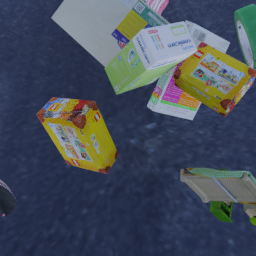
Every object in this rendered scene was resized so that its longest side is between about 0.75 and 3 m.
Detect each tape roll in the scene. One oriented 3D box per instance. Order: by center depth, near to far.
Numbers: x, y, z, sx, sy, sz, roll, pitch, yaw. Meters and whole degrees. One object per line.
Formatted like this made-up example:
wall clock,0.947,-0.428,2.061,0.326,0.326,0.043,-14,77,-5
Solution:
tape roll,3.237,-2.217,7.230,0.436,1.814,1.814,-18,60,16

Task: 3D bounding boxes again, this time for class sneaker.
sneaker,-2.716,1.002,5.082,0.642,0.690,1.598,-44,93,-19

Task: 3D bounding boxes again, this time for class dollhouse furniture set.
dollhouse furniture set,2.159,1.068,5.701,1.352,2.063,1.035,-11,46,42

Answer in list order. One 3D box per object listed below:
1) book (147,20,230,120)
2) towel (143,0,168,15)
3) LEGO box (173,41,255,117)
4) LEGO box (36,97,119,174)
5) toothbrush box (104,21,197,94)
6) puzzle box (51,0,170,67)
book,1.463,-1.302,6.798,1.421,2.127,0.511,7,26,-40
towel,0.771,-4.348,8.430,0.374,2.500,1.830,12,63,21
LEGO box,1.727,-1.007,5.681,1.293,0.499,0.963,38,81,23
LEGO box,-0.790,0.133,4.600,0.898,1.206,0.465,9,47,30
toothbrush box,0.410,-1.384,5.707,1.142,1.569,0.675,-24,89,-33
puzzle box,-0.454,-2.761,7.458,2.881,0.366,1.917,44,100,9
